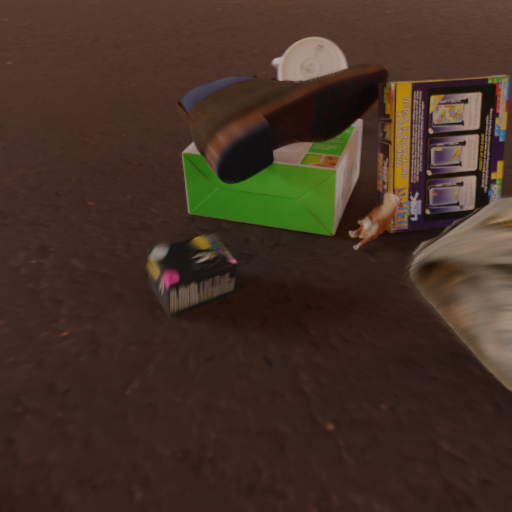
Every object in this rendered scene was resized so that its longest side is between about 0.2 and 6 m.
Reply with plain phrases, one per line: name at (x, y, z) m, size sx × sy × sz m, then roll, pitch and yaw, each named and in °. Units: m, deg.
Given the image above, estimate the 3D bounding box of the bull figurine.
bull figurine at (1.944, -0.556, 9.188) m, size 0.696 × 1.147 × 0.373 m, roll -29°, pitch 69°, yaw -25°

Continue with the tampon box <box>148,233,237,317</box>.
tampon box at (-0.947, 0.256, 8.234) m, size 1.075 × 0.678 × 0.805 m, roll -17°, pitch 45°, yaw -26°

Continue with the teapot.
teapot at (1.593, -4.925, 15.462) m, size 1.968 × 1.994 × 1.456 m, roll -19°, pitch -9°, yaw 16°

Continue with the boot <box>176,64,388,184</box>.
boot at (0.430, -2.724, 9.491) m, size 3.612 × 1.350 × 1.751 m, roll -29°, pitch 58°, yaw -19°

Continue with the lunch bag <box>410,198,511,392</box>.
lunch bag at (3.438, 0.357, 6.845) m, size 2.149 × 1.541 × 2.621 m, roll -29°, pitch 61°, yaw -38°

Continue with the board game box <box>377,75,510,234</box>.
board game box at (3.174, -1.755, 9.675) m, size 2.080 × 2.516 × 0.713 m, roll -5°, pitch 18°, yaw -9°

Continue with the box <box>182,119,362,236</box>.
box at (0.413, -1.704, 10.715) m, size 2.821 × 1.364 × 2.489 m, roll 10°, pitch 37°, yaw 17°
